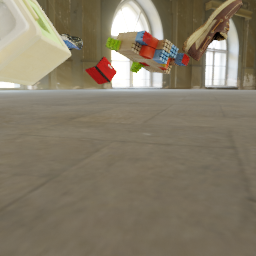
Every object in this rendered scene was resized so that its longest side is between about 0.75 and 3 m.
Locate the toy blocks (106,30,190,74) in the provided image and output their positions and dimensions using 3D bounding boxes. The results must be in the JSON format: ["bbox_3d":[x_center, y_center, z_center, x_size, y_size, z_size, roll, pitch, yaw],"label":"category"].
[{"bbox_3d":[0.796,-2.389,8.987,2.495,1.247,1.705,19,-1,-42],"label":"toy blocks"}]

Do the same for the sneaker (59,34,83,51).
[{"bbox_3d":[-1.790,-2.627,8.817,0.428,0.486,1.091,-23,40,-36],"label":"sneaker"}]

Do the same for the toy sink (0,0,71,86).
[{"bbox_3d":[-2.815,-2.291,6.387,1.635,1.903,2.919,-34,-3,10],"label":"toy sink"}]

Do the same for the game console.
[{"bbox_3d":[-1.078,-2.334,11.458,0.589,0.856,0.993,28,-11,45],"label":"game console"}]

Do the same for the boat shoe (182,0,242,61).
[{"bbox_3d":[2.834,-3.100,8.915,0.848,2.356,0.850,47,0,14],"label":"boat shoe"}]
